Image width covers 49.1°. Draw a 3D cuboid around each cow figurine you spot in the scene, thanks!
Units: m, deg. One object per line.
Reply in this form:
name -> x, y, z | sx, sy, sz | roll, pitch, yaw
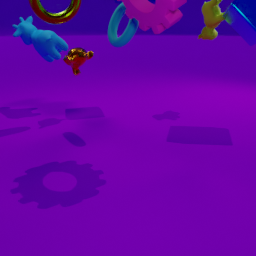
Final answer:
cow figurine -> -2.954, -2.994, 9.328 | 0.933, 1.672, 1.699 | -54, 29, -12
cow figurine -> 2.622, -3.446, 8.996 | 0.639, 1.164, 1.146 | -37, 12, -38

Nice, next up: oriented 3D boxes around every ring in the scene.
ring -> -0.123, -2.614, 7.044 | 0.237, 1.184, 1.184 | 12, 10, -36
ring -> -1.893, -3.453, 7.356 | 1.429, 1.429, 0.286 | -11, 41, -27

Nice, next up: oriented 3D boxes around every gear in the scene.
gear -> 0.290, -2.534, 4.950 | 0.314, 1.700, 1.700 | -39, 34, -17

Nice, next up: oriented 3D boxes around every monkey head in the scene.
monkey head -> -1.510, -2.013, 8.467 | 0.671, 0.801, 1.113 | -10, 14, 39

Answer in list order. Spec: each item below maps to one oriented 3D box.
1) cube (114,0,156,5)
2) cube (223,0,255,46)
cube -> 0.328, -4.570, 9.112 | 1.073, 1.073, 1.073 | 18, -10, -21
cube -> 3.424, -3.068, 7.275 | 1.220, 1.220, 1.220 | 47, 12, 0
